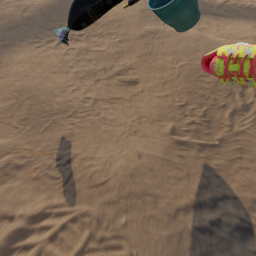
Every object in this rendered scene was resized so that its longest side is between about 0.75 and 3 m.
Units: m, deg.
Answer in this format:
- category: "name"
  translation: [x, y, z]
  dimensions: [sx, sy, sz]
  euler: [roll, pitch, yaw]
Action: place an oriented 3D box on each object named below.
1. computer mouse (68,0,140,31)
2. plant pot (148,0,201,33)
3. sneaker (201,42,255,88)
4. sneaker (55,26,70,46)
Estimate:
- category: "computer mouse"
  translation: [-0.470, -3.631, 7.700]
  dimensions: [2.769, 1.944, 0.637]
  euler: [-33, 91, 12]
- category: "plant pot"
  translation: [1.641, -3.960, 9.169]
  dimensions: [1.473, 1.384, 1.473]
  euler: [-26, 46, 30]
- category: "sneaker"
  translation: [2.613, -1.374, 6.402]
  dimensions: [1.315, 1.138, 2.913]
  euler: [-8, 15, -7]
- category: "sneaker"
  translation: [-2.156, -3.173, 9.741]
  dimensions: [0.350, 0.630, 0.901]
  euler: [-29, 24, -30]
